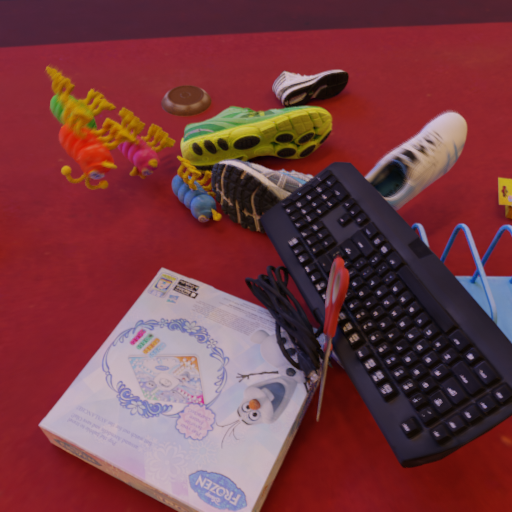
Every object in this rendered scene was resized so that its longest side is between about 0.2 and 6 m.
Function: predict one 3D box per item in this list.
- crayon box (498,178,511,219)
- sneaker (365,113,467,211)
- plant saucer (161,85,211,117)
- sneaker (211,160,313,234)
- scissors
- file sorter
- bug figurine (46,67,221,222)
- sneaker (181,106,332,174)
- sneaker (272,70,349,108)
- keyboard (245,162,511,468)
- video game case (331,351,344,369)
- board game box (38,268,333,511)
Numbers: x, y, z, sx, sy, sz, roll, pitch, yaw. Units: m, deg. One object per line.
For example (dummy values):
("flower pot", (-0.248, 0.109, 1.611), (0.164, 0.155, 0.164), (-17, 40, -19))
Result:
("crayon box", (5.371, -1.050, 10.915), (1.345, 0.342, 0.854), (12, 49, 10))
("sneaker", (2.807, -1.654, 9.818), (2.512, 0.910, 0.903), (-43, 70, -9))
("plant saucer", (-1.690, -3.791, 13.493), (1.214, 0.222, 1.214), (-1, 47, 1))
("sneaker", (0.593, -1.055, 10.590), (3.045, 1.182, 1.314), (26, 40, 13))
("scissors", (0.945, 1.054, 7.281), (0.142, 2.043, 0.747), (8, 7, -6))
("file sorter", (3.640, 0.690, 8.240), (2.921, 1.792, 2.027), (0, 50, -2))
("bug figurine", (-2.311, -1.850, 10.154), (0.991, 3.853, 2.988), (-51, 55, 13))
("sneaker", (0.014, -2.721, 11.836), (3.329, 1.233, 1.391), (-11, 51, -11))
("sneaker", (1.249, -4.280, 13.597), (1.876, 0.708, 1.079), (-22, 53, -16))
("keyboard", (1.160, 0.496, 7.506), (2.516, 0.958, 4.834), (-41, 43, 11))
("video game case", (1.812, 1.517, 8.738), (1.063, 0.126, 0.968), (-30, 55, -24))
("board game box", (-0.852, 1.894, 8.020), (3.057, 0.663, 3.042), (20, 51, 17))
